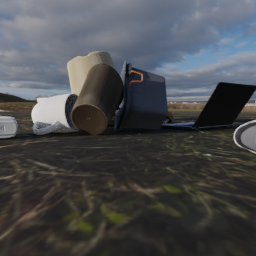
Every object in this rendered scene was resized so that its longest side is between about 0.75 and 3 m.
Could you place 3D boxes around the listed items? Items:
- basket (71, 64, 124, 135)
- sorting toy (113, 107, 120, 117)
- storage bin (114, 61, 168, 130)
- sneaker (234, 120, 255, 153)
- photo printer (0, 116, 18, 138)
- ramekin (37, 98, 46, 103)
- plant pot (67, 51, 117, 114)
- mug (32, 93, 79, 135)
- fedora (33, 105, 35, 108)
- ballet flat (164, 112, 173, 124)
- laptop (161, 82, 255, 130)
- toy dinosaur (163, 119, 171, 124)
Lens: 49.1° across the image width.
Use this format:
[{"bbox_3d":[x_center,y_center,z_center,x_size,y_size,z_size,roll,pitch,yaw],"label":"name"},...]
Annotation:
[{"bbox_3d":[-0.938,-0.799,8.668,1.313,1.741,1.931,1,36,12],"label":"basket"},{"bbox_3d":[-0.564,-0.740,9.855,0.427,0.886,0.150,-13,42,21],"label":"sorting toy"},{"bbox_3d":[0.511,-1.118,9.965,1.629,2.425,1.765,9,-40,-10],"label":"storage bin"},{"bbox_3d":[2.380,0.189,4.267,1.735,0.655,0.987,7,6,41],"label":"sneaker"},{"bbox_3d":[-3.753,-0.026,7.701,1.332,0.556,1.600,-3,5,-22],"label":"photo printer"},{"bbox_3d":[-4.226,-1.190,17.491,2.752,1.341,2.752,0,4,0],"label":"ramekin"},{"bbox_3d":[-1.340,-1.727,11.985,2.851,2.610,2.851,-16,2,0],"label":"plant pot"},{"bbox_3d":[-2.342,-0.321,8.812,1.416,1.192,1.615,-4,33,22],"label":"mug"},{"bbox_3d":[-3.275,-0.477,12.020,1.519,0.776,1.718,2,-3,4],"label":"fedora"},{"bbox_3d":[0.954,-0.392,12.443,2.237,0.759,0.809,3,23,-6],"label":"ballet flat"},{"bbox_3d":[3.012,-0.807,10.838,2.646,1.637,2.825,-3,5,-40],"label":"laptop"},{"bbox_3d":[1.473,-0.215,11.583,0.503,0.271,1.142,-28,-16,38],"label":"toy dinosaur"}]
